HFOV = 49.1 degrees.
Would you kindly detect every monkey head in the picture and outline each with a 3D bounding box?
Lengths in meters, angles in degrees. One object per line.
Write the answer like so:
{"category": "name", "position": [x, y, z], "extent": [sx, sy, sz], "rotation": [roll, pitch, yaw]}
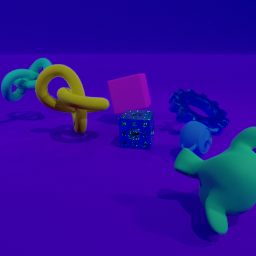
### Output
{"category": "monkey head", "position": [1.287, 0.650, 3.984], "extent": [1.135, 1.578, 0.951], "rotation": [31, -19, 1]}

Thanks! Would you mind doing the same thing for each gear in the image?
{"category": "gear", "position": [2.041, -0.491, 8.108], "extent": [1.761, 0.326, 1.761], "rotation": [15, 37, -12]}

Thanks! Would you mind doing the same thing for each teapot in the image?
{"category": "teapot", "position": [1.570, 0.237, 6.236], "extent": [0.631, 0.801, 1.288], "rotation": [8, 27, 41]}

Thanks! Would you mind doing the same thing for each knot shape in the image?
{"category": "knot shape", "position": [-1.357, -0.693, 7.343], "extent": [1.867, 1.995, 0.922], "rotation": [11, 54, 42]}
{"category": "knot shape", "position": [-3.128, -1.602, 9.019], "extent": [1.664, 0.822, 1.779], "rotation": [-24, 17, 16]}

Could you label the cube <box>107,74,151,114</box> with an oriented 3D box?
{"category": "cube", "position": [0.072, -1.105, 8.974], "extent": [1.056, 1.056, 1.056], "rotation": [-11, 8, 14]}

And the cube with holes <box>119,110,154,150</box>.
{"category": "cube with holes", "position": [0.234, 0.024, 6.983], "extent": [0.750, 0.750, 0.750], "rotation": [3, 20, 12]}
